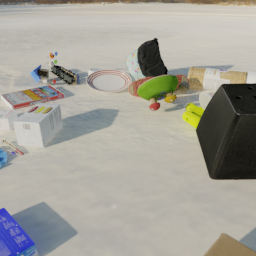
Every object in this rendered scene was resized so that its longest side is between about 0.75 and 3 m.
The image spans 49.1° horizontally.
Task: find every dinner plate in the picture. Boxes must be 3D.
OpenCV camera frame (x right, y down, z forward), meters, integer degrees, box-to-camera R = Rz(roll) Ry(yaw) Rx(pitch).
[{"bbox_3d":[-0.853,-2.085,12.617,2.041,0.247,2.041,3,39,-2],"label":"dinner plate"}]

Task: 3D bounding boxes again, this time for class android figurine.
[{"bbox_3d":[2.979,-0.326,9.207,2.222,0.501,2.441,-8,26,-16],"label":"android figurine"}]

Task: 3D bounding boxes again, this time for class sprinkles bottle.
[{"bbox_3d":[4.032,-2.062,12.089,2.791,0.952,0.952,10,29,20],"label":"sprinkles bottle"}]

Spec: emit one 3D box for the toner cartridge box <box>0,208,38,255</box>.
[{"bbox_3d":[-2.189,1.949,4.950,0.598,0.272,1.258,-25,36,-38],"label":"toner cartridge box"}]

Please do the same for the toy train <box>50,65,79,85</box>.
[{"bbox_3d":[-3.109,-2.662,13.839,0.670,0.499,2.927,-3,24,-33],"label":"toy train"}]

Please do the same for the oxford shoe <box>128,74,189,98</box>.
[{"bbox_3d":[1.231,-1.662,11.720,2.508,0.888,0.926,-5,1,-7],"label":"oxford shoe"}]

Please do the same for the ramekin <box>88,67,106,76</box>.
[{"bbox_3d":[-1.456,-2.623,13.695,1.055,0.491,1.055,-1,28,0],"label":"ramekin"}]

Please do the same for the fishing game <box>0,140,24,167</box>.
[{"bbox_3d":[-3.855,0.791,7.223,1.425,0.309,1.989,23,35,33],"label":"fishing game"}]

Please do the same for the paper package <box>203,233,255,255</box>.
[{"bbox_3d":[1.515,2.337,3.683,1.420,0.735,1.353,25,36,38],"label":"paper package"}]

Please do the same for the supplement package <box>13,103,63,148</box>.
[{"bbox_3d":[-2.649,-0.126,8.450,0.819,0.789,1.440,4,27,10],"label":"supplement package"}]

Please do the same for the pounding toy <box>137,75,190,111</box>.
[{"bbox_3d":[1.296,-1.132,9.993,1.917,0.890,1.480,0,-21,-47],"label":"pounding toy"}]

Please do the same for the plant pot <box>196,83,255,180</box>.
[{"bbox_3d":[2.911,-0.027,6.862,1.952,1.736,1.957,-1,40,0],"label":"plant pot"}]

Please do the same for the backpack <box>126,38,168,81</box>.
[{"bbox_3d":[0.779,-2.925,12.762,1.406,1.853,2.221,-15,7,-9],"label":"backpack"}]

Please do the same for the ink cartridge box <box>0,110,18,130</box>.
[{"bbox_3d":[-4.247,-0.269,9.122,1.067,0.442,0.781,-1,27,-1],"label":"ink cartridge box"}]

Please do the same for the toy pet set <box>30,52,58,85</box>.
[{"bbox_3d":[-3.910,-2.707,12.896,0.781,1.470,1.372,7,-9,-37],"label":"toy pet set"}]

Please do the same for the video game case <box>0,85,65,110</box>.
[{"bbox_3d":[-3.889,-1.302,11.435,2.137,0.186,1.528,-19,32,-32],"label":"video game case"}]

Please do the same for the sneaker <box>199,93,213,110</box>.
[{"bbox_3d":[2.991,-0.769,9.171,0.748,0.539,1.431,-7,28,-23],"label":"sneaker"}]
